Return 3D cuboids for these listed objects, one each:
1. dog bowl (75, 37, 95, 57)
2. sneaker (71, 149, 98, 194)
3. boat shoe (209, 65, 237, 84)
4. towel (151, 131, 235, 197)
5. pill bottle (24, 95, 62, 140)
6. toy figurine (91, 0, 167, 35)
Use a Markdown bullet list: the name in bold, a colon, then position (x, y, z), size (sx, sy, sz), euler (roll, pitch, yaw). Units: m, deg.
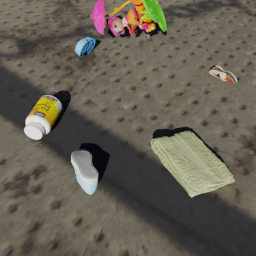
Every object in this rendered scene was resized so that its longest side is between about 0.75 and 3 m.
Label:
- **dog bowl**: position (-1.744, -3.313, 11.349), size (0.299, 0.673, 1.207), euler (32, 34, 2)
- **sneaker**: position (-1.184, 1.144, 7.382), size (0.583, 0.647, 1.578), euler (0, 25, -18)
- **boat shoe**: position (3.567, -1.954, 10.515), size (0.366, 0.417, 1.171), euler (-35, 50, -8)
- **towel**: position (1.725, 0.870, 7.644), size (1.561, 0.384, 2.104), euler (-12, 44, -27)
- **pill bottle**: position (-2.635, -0.327, 8.673), size (0.772, 0.772, 1.414), euler (8, 45, 8)
- **toy figurine**: position (-0.121, -4.348, 10.790), size (2.443, 2.654, 1.993), euler (-16, 60, 25)
